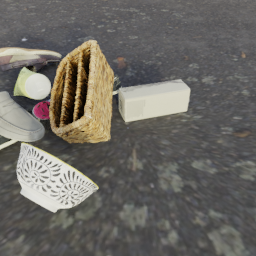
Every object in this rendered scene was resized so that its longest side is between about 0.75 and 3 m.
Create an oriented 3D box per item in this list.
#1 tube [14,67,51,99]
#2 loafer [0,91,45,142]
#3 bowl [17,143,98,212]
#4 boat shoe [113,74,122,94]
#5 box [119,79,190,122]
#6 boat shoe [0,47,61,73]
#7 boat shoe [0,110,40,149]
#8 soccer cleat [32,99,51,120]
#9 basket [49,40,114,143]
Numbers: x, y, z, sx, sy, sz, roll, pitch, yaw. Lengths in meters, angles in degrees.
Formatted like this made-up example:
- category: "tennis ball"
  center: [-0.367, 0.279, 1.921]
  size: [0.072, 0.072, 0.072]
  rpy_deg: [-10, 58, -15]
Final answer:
- category: "tube"
  center: [-3.070, -1.335, 8.505]
  size: [0.784, 0.702, 2.703]
  rpy_deg: [-33, 26, -20]
- category: "loafer"
  center: [-3.116, -0.455, 6.868]
  size: [2.457, 0.857, 0.859]
  rpy_deg: [26, 31, 9]
- category: "bowl"
  center: [-1.447, 1.026, 5.151]
  size: [1.647, 1.647, 0.773]
  rpy_deg: [21, 68, 25]
- category: "boat shoe"
  center: [-1.129, -1.396, 9.335]
  size: [1.833, 0.620, 0.658]
  rpy_deg: [-7, 35, 16]
- category: "box"
  center: [0.802, -0.872, 8.719]
  size: [2.114, 0.869, 0.723]
  rpy_deg: [-10, 38, -15]
- category: "boat shoe"
  center: [-3.726, -2.544, 10.762]
  size: [0.993, 0.895, 2.762]
  rpy_deg: [2, 10, 33]
- category: "boat shoe"
  center: [-3.522, 0.075, 7.331]
  size: [0.968, 0.912, 2.697]
  rpy_deg: [9, 31, 42]
- category: "soccer cleat"
  center: [-2.339, -0.578, 8.464]
  size: [0.685, 0.554, 1.587]
  rpy_deg: [-27, 9, 36]
- category: "basket"
  center: [-1.360, -0.877, 7.266]
  size: [1.615, 1.686, 2.263]
  rpy_deg: [-2, 71, 13]
